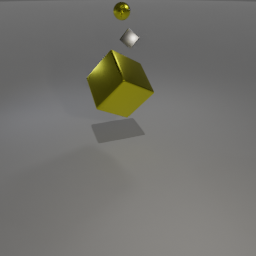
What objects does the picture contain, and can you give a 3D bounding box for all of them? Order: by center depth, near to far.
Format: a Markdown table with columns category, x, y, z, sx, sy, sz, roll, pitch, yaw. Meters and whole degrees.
| category | x | y | z | sx | sy | sz | roll | pitch | yaw |
| --- | --- | --- | --- | --- | --- | --- | --- | --- | --- |
| cube | -0.275 | -1.397 | 9.166 | 1.400 | 1.400 | 1.400 | 13 | 45 | -44 |
| ball | -0.251 | -4.732 | 11.346 | 0.700 | 0.700 | 0.700 | 0 | 28 | 0 |
| cube | 0.067 | -4.357 | 13.647 | 0.700 | 0.700 | 0.700 | 37 | 14 | -13 |
